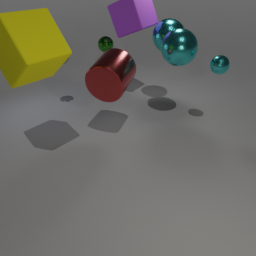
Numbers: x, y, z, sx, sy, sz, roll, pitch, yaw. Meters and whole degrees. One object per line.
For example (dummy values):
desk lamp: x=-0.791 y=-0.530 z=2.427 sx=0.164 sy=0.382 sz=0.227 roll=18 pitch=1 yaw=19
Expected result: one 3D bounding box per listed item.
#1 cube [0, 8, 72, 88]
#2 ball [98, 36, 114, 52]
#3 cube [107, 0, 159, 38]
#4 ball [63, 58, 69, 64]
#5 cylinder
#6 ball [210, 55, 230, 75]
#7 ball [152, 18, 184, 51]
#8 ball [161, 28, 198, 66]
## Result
cube: x=-2.647 y=-2.125 z=7.495 sx=1.400 sy=1.400 sz=1.400 roll=-31 pitch=2 yaw=-42
ball: x=-0.991 y=-3.724 z=12.474 sx=0.700 sy=0.700 sz=0.700 roll=0 pitch=31 yaw=0
cube: x=0.234 y=-4.904 z=12.136 sx=1.400 sy=1.400 sz=1.400 roll=-4 pitch=24 yaw=41
ball: x=-2.805 y=-3.005 z=11.656 sx=0.700 sy=0.700 sz=0.700 roll=0 pitch=31 yaw=0
cylinder: x=-0.578 y=-1.837 z=9.733 sx=1.400 sy=1.400 sz=1.400 roll=11 pitch=42 yaw=17
ball: x=3.357 y=-2.310 z=10.246 sx=0.700 sy=0.700 sz=0.700 roll=0 pitch=31 yaw=0
ball: x=1.736 y=-3.912 z=11.898 sx=1.400 sy=1.400 sz=1.400 roll=0 pitch=31 yaw=0
ball: x=1.954 y=-3.060 z=10.658 sx=1.400 sy=1.400 sz=1.400 roll=0 pitch=31 yaw=0
